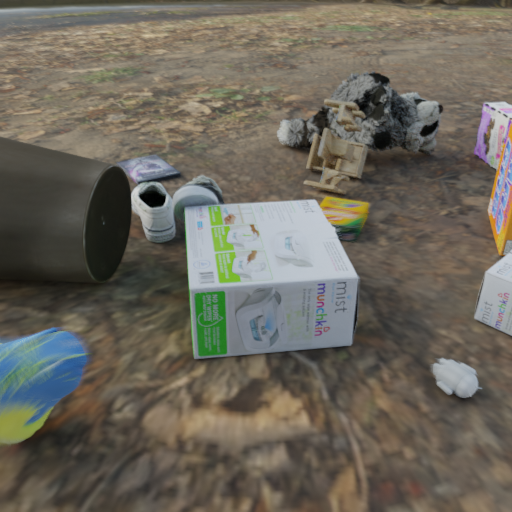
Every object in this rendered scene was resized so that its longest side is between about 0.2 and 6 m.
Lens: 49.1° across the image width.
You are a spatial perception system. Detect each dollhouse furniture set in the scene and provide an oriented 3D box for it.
[{"bbox_3d":[1.411,-2.083,11.016,1.129,1.594,1.735,15,5,23],"label":"dollhouse furniture set"}]

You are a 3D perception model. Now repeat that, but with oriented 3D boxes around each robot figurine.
[{"bbox_3d":[2.202,1.352,6.161,0.445,0.296,0.525,-34,42,-19],"label":"robot figurine"}]

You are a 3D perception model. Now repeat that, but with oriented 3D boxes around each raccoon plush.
[{"bbox_3d":[2.523,-3.123,12.953,3.477,1.682,2.330,14,7,43],"label":"raccoon plush"}]

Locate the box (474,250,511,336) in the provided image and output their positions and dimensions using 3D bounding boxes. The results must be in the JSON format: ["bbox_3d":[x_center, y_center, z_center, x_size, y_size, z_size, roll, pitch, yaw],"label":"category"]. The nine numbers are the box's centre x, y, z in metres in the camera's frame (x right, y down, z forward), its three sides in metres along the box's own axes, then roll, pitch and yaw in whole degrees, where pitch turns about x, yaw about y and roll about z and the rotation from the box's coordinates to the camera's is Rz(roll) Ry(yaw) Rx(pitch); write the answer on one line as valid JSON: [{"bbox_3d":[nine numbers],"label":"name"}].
[{"bbox_3d":[3.902,0.472,7.197,1.449,0.794,1.643,26,39,38],"label":"box"}]

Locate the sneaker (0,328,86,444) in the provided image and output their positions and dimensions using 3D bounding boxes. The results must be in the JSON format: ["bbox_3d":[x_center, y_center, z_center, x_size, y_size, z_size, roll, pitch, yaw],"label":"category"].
[{"bbox_3d":[-2.251,0.961,4.833,1.204,2.292,0.868,-40,74,-8],"label":"sneaker"}]

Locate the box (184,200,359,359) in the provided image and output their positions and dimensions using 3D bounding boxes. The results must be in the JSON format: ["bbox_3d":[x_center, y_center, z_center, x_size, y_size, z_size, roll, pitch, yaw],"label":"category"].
[{"bbox_3d":[0.081,0.171,7.428,1.983,1.086,2.247,-4,30,-8],"label":"box"}]

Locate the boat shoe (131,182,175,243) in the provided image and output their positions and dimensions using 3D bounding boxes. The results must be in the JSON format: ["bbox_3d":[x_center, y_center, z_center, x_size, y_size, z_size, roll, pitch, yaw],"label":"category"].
[{"bbox_3d":[-1.776,-0.976,9.858,0.749,0.680,2.036,-11,32,-19],"label":"boat shoe"}]

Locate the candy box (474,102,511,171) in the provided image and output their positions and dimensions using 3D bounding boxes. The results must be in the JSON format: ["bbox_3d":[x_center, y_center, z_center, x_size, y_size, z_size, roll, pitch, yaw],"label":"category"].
[{"bbox_3d":[5.341,-2.537,12.067,0.513,1.202,1.433,-3,29,-5],"label":"candy box"}]

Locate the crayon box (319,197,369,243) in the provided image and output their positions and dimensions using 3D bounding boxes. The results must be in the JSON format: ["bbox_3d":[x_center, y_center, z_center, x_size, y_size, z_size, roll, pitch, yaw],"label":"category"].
[{"bbox_3d":[1.473,-0.689,9.735,0.788,0.315,1.241,10,31,17],"label":"crayon box"}]

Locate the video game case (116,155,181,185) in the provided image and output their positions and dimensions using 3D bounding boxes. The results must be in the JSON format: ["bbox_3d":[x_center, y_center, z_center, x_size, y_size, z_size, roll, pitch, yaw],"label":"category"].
[{"bbox_3d":[-2.312,-1.847,11.963,0.942,0.125,1.319,-17,35,-27],"label":"video game case"}]

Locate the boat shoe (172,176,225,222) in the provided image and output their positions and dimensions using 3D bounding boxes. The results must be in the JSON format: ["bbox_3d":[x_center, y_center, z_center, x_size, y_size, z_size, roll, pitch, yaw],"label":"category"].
[{"bbox_3d":[-0.852,-0.908,8.792,0.698,0.645,1.889,-20,-12,15],"label":"boat shoe"}]

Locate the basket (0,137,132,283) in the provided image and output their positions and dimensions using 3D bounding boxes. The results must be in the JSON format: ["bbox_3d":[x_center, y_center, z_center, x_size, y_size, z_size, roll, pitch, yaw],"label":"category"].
[{"bbox_3d":[-3.513,-0.677,8.093,3.009,2.046,2.713,8,43,6],"label":"basket"}]

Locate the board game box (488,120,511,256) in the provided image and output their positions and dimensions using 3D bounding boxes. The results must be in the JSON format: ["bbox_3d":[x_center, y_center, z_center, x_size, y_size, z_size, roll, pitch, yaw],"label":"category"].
[{"bbox_3d":[4.846,-1.047,8.916,1.724,1.722,1.723,7,30,12],"label":"board game box"}]
